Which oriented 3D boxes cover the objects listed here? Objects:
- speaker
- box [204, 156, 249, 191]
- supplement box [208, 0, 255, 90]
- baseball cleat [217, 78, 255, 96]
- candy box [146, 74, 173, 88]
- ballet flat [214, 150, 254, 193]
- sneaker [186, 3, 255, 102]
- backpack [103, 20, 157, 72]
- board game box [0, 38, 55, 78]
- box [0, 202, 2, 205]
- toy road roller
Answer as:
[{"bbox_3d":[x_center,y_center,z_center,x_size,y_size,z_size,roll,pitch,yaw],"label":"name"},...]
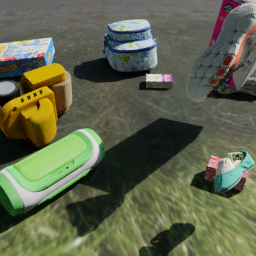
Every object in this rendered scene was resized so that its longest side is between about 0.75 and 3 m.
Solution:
[{"bbox_3d":[-1.928,1.031,7.247,1.226,1.226,2.772,27,42,34],"label":"speaker"},{"bbox_3d":[2.664,1.213,7.573,1.036,0.495,0.517,17,37,23],"label":"box"},{"bbox_3d":[3.469,-2.785,8.335,1.486,2.936,1.518,34,67,19],"label":"supplement box"},{"bbox_3d":[4.960,-1.947,11.979,2.358,0.822,1.255,5,34,5],"label":"baseball cleat"},{"bbox_3d":[1.395,-2.113,12.629,1.175,0.359,0.802,2,34,3],"label":"candy box"},{"bbox_3d":[2.125,0.827,5.800,1.528,0.514,0.538,-20,81,-45],"label":"ballet flat"},{"bbox_3d":[2.333,-1.535,6.387,1.013,2.474,0.953,32,5,-41],"label":"sneaker"},{"bbox_3d":[0.114,-4.159,14.094,2.666,2.141,2.913,-9,39,-6],"label":"backpack"},{"bbox_3d":[-5.382,-3.589,14.182,2.906,0.829,2.968,-8,34,-3],"label":"board game box"},{"bbox_3d":[-4.754,1.878,6.788,2.580,0.274,2.109,-29,43,-35],"label":"box"},{"bbox_3d":[-2.837,-0.641,9.318,2.873,1.766,2.098,-32,58,-31],"label":"toy road roller"}]
